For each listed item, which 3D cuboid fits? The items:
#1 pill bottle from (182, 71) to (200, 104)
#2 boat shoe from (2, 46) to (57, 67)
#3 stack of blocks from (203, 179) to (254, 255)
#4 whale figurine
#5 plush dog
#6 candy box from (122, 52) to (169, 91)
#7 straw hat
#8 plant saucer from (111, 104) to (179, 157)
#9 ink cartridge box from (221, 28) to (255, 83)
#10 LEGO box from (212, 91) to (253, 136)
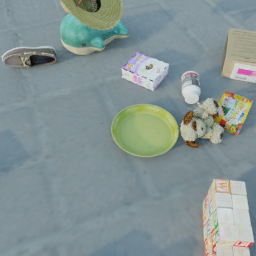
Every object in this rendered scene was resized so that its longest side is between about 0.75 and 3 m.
[{"bbox_3d":[2.158,-1.377,9.597,0.614,0.614,1.108,4,51,3],"label":"pill bottle"},{"bbox_3d":[-3.686,-2.621,10.555,1.986,0.713,0.591,-11,49,-16],"label":"boat shoe"},{"bbox_3d":[2.136,2.467,6.060,0.682,1.340,2.327,5,52,4],"label":"stack of blocks"},{"bbox_3d":[-1.347,-3.990,11.169,2.728,1.415,2.170,-14,53,-11],"label":"whale figurine"},{"bbox_3d":[2.041,-0.098,8.347,1.219,1.419,1.139,-28,23,-32],"label":"plush dog"},{"bbox_3d":[0.633,-2.089,10.246,1.364,0.488,1.144,27,56,20],"label":"candy box"},{"bbox_3d":[-1.531,-4.163,8.950,1.134,2.679,2.679,-15,34,48],"label":"straw hat"},{"bbox_3d":[0.514,0.102,8.611,2.044,0.318,2.044,0,51,0],"label":"plant saucer"},{"bbox_3d":[4.845,-2.629,10.390,2.471,0.928,2.036,13,54,10],"label":"ink cartridge box"},{"bbox_3d":[3.299,-0.491,8.966,0.943,0.489,1.266,25,55,19],"label":"LEGO box"}]
